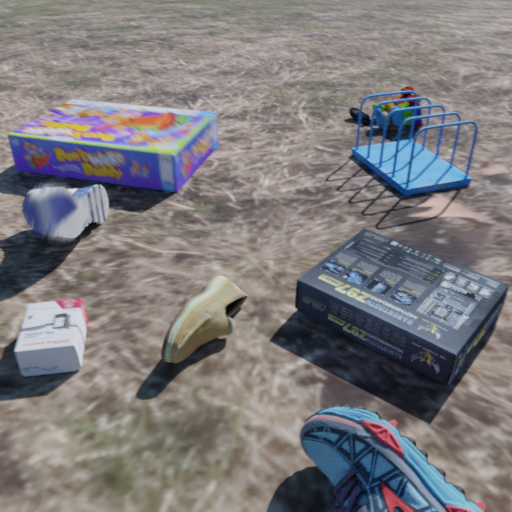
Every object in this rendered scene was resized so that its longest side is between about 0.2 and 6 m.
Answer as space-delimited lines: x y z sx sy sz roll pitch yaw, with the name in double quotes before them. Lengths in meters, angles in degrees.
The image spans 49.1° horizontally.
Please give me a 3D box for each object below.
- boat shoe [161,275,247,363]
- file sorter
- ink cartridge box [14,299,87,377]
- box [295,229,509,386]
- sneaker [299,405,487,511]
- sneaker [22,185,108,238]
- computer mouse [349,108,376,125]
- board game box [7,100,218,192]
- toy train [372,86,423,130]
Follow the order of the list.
"boat shoe" -0.704 0.989 8.599 0.761 0.716 1.998 25 39 10
"file sorter" 3.785 -2.834 13.568 1.810 1.600 2.608 -10 34 -17
"ink cartridge box" -3.034 1.196 8.384 0.838 0.481 1.154 -6 32 -8
"box" 2.313 0.665 9.017 2.711 0.692 2.138 24 39 31
"sneaker" 1.313 2.652 5.589 1.382 1.148 2.894 -26 40 -31
"sneaker" -4.009 -0.851 10.976 1.386 0.970 2.400 -5 9 11
"computer mouse" 3.135 -4.174 16.897 0.631 0.240 0.911 -21 50 -32
"board game box" -3.480 -2.916 14.256 4.313 0.966 2.900 9 34 13
"toy train" 4.095 -4.494 16.835 1.327 0.971 2.294 -12 33 6
